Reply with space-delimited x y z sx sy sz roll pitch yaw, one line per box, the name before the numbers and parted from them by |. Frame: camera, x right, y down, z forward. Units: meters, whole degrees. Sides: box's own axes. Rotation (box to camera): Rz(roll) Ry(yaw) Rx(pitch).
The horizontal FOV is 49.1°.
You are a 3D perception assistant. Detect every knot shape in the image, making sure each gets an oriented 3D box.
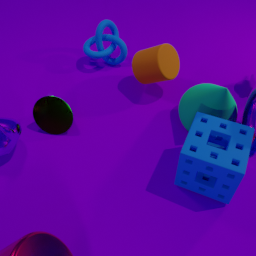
knot shape | -0.743 -2.474 8.388 1.230 0.607 1.314 -21 98 -9

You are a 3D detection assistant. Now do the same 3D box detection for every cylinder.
cylinder | -1.604 2.412 4.067 1.336 1.336 1.336 -34 51 17
cylinder | 0.744 -1.697 7.515 0.936 0.936 0.936 -1 41 46

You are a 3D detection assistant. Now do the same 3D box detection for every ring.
ring | 2.900 -0.211 6.176 0.359 1.795 1.795 10 52 7

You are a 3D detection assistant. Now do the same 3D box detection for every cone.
cone | -1.769 -0.503 7.249 1.014 1.014 1.018 5 25 4
cone | 2.010 -0.614 6.389 1.482 1.487 1.482 0 76 1

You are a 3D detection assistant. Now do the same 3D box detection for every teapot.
teapot | -2.879 0.147 6.320 0.729 1.489 0.926 31 63 -28

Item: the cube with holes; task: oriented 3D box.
cube with holes | 1.771 0.616 5.856 1.179 1.179 1.179 18 52 17
